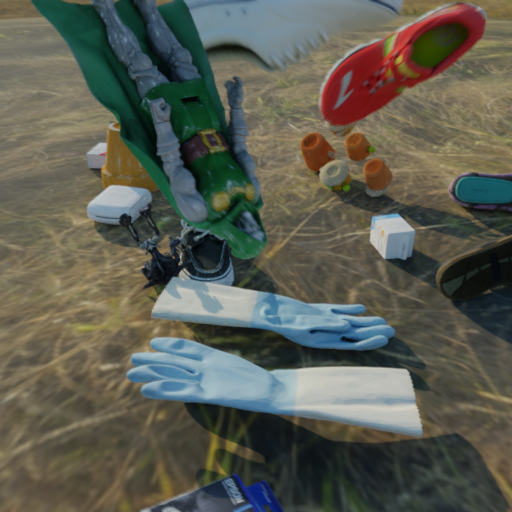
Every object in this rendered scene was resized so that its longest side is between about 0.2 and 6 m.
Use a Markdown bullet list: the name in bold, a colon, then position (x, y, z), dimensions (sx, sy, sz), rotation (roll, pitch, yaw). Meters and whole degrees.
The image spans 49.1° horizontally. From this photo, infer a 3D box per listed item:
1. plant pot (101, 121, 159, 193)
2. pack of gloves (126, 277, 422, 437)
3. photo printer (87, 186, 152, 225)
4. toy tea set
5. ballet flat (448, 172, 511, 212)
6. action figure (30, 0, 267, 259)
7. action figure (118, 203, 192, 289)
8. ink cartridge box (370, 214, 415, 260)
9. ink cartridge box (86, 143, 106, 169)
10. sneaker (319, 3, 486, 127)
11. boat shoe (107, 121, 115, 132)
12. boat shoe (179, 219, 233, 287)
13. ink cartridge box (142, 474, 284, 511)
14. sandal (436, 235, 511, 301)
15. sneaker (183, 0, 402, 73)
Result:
- **plant pot**: position (-2.801, -2.296, 12.713), dimensions (1.507, 1.380, 1.507), rotation (0, 30, 0)
- **pack of gloves**: position (0.188, 1.347, 7.323), dimensions (3.404, 0.672, 2.860), rotation (8, 22, 4)
- **photo printer**: position (-2.805, -1.019, 11.433), dimensions (0.985, 0.411, 1.183), rotation (7, 31, 11)
- **toy tea set**: position (2.100, -2.151, 13.025), dimensions (1.595, 0.992, 2.682), rotation (-32, 51, 8)
- **ballet flat**: position (5.376, -1.287, 11.586), dimensions (2.698, 0.933, 0.960), rotation (7, 11, 13)
- **action figure**: position (-0.760, -1.488, 6.098), dimensions (1.983, 3.357, 0.918), rotation (-25, -3, -37)
- **action figure**: position (-1.594, -0.059, 9.184), dimensions (0.931, 1.566, 0.799), rotation (-30, -7, 8)
- **ink cartridge box**: position (2.459, -0.329, 10.079), dimensions (0.519, 0.533, 0.829), rotation (-6, 29, -9)
- **ink cartridge box**: position (-3.775, -2.527, 14.133), dimensions (0.683, 0.396, 0.926), rotation (4, 28, 7)
- **sneaker**: position (2.745, -3.776, 11.034), dimensions (3.588, 1.382, 1.523), rotation (-31, 15, 21)
- **boat shoe**: position (-2.800, -3.120, 14.822), dimensions (2.383, 0.750, 0.869), rotation (7, 30, 13)
- **boat shoe**: position (-0.865, -0.273, 9.651), dimensions (0.923, 0.854, 2.500), rotation (-1, 29, -2)
- **ink cartridge box**: position (-0.471, 2.571, 5.161), dimensions (1.665, 0.326, 0.828), rotation (-13, 31, -24)
- **sandal**: position (3.858, 0.174, 9.098), dimensions (2.293, 0.937, 0.626), rotation (-16, 11, -13)
- **sneaker**: position (0.448, -3.402, 8.489), dimensions (3.418, 1.210, 1.248), rotation (-1, 1, 10)
